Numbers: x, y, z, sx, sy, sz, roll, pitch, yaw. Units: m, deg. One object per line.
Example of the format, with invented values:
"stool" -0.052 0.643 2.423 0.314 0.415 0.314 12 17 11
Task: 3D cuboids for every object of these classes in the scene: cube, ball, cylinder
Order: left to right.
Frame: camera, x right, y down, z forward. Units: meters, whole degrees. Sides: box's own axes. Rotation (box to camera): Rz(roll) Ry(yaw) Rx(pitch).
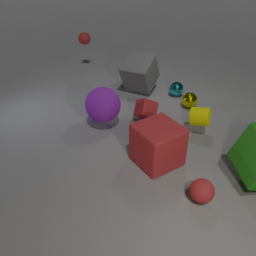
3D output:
"ball" -2.534 -5.195 16.267 0.700 0.700 0.700 0 33 0
"ball" -0.979 -0.908 10.938 1.400 1.400 1.400 0 33 0
"cube" 0.577 -2.702 13.641 1.400 1.400 1.400 14 59 25
"cube" 0.736 -0.775 11.495 0.700 0.700 0.700 15 -7 -30
"cube" 0.976 0.543 9.192 1.400 1.400 1.400 -20 38 -27
"ball" 2.358 -1.901 13.627 0.700 0.700 0.700 0 33 0
"ball" 2.789 -1.256 12.645 0.700 0.700 0.700 0 33 0
"cylinder" 2.741 -0.432 10.621 0.700 0.700 0.700 6 32 25
"ball" 2.081 1.767 7.866 0.700 0.700 0.700 0 33 0
"cube" 4.055 0.848 8.103 1.400 1.400 1.400 6 41 -21
